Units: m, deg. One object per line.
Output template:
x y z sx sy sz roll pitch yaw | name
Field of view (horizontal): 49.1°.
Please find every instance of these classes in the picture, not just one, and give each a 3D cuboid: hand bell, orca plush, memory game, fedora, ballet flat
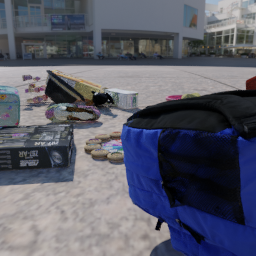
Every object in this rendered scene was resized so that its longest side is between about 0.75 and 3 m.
-1.614 -1.496 14.580 0.816 0.816 1.567 12 32 35 | hand bell
-1.278 -1.208 13.458 1.107 0.748 2.105 30 -8 -35 | orca plush
-0.059 0.472 8.173 2.475 0.158 2.475 0 16 0 | memory game
-3.132 -1.638 13.125 2.366 1.081 2.366 38 0 0 | fedora
-2.117 -0.547 10.762 2.161 0.747 0.769 2 10 -8 | ballet flat

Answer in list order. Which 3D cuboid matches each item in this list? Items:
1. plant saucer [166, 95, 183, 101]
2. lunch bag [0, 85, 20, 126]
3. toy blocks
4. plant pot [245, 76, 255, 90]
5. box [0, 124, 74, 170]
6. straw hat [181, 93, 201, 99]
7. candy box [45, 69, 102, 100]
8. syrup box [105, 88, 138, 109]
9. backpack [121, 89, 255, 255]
2.733 -1.371 14.247 1.633 0.414 1.633 1 16 0 | plant saucer
-4.580 -0.687 9.181 1.971 1.581 0.760 -2 39 -27 | lunch bag
-4.710 -2.196 15.149 1.261 1.498 1.400 -3 15 13 | toy blocks
5.862 -1.192 10.691 2.311 2.313 2.039 -12 8 -37 | plant pot
-2.809 0.442 7.499 2.605 0.567 2.087 -2 16 -8 | box
2.754 -1.039 12.097 2.245 0.950 2.245 1 15 0 | straw hat
-2.952 -2.389 15.605 2.866 0.793 1.654 18 14 -7 | candy box
-0.344 -1.498 14.067 0.770 0.744 1.890 -13 20 -38 | syrup box
1.147 0.619 3.791 2.180 2.251 2.683 -7 9 -35 | backpack
